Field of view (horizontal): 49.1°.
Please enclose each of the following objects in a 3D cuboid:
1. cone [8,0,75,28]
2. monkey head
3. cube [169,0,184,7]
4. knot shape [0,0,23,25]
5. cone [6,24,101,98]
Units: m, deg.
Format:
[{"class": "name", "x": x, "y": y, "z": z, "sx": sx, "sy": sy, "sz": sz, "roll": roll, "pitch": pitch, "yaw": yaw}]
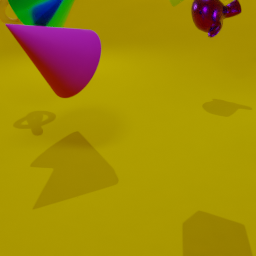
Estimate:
[{"class": "cone", "x": -1.500, "y": -3.145, "z": 6.238, "sx": 1.685, "sy": 1.678, "sz": 1.678, "roll": -16, "pitch": 18, "yaw": 32}, {"class": "monkey head", "x": 2.702, "y": -3.633, "z": 8.666, "sx": 1.402, "sy": 1.949, "sz": 1.174, "roll": -18, "pitch": -15, "yaw": 29}, {"class": "cube", "x": 0.830, "y": -2.465, "z": 4.212, "sx": 0.793, "sy": 0.793, "sz": 0.793, "roll": -27, "pitch": 25, "yaw": 24}, {"class": "knot shape", "x": -3.074, "y": -3.689, "z": 7.957, "sx": 0.669, "sy": 1.447, "sz": 1.354, "roll": 27, "pitch": 40, "yaw": -11}, {"class": "cone", "x": -1.630, "y": -1.587, "z": 5.441, "sx": 1.575, "sy": 1.575, "sz": 1.581, "roll": 30, "pitch": 5, "yaw": 43}]
